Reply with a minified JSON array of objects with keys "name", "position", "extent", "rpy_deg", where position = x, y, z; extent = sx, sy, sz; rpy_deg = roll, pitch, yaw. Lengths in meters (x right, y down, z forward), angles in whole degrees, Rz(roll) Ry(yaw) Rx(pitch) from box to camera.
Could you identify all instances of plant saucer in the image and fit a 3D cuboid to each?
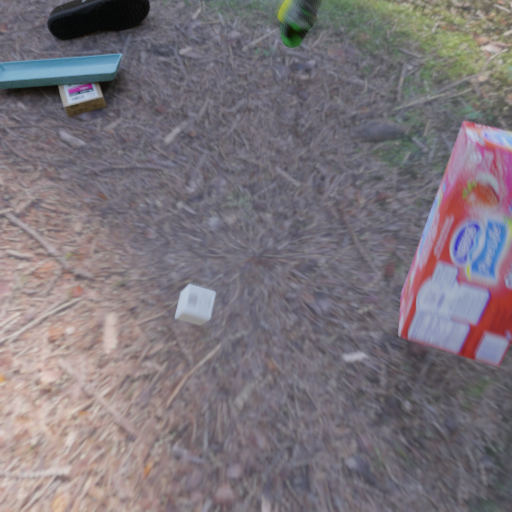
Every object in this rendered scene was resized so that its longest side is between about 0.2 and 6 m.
[{"name":"plant saucer","position":[-4.486,-4.113,12.544],"extent":[2.904,0.275,1.015],"rpy_deg":[-3,42,2]}]

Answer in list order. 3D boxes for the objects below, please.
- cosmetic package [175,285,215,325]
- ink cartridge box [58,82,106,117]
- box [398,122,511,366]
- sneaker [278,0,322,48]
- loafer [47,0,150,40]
[{"name":"cosmetic package","position":[-0.787,0.636,7.222],"extent":[0.373,0.449,0.376],"rpy_deg":[17,68,-16]},{"name":"ink cartridge box","position":[-3.849,-3.538,12.388],"extent":[0.880,0.330,0.725],"rpy_deg":[-19,62,-10]},{"name":"box","position":[3.014,-0.170,7.513],"extent":[1.425,2.859,1.365],"rpy_deg":[16,28,8]},{"name":"sneaker","position":[1.005,-4.945,10.908],"extent":[0.802,2.056,0.876],"rpy_deg":[4,63,-12]},{"name":"loafer","position":[-3.821,-5.993,13.489],"extent":[2.479,0.905,0.884],"rpy_deg":[-14,61,-8]}]
